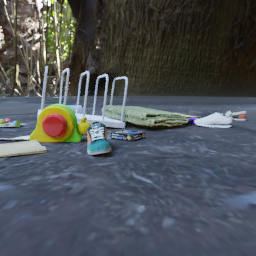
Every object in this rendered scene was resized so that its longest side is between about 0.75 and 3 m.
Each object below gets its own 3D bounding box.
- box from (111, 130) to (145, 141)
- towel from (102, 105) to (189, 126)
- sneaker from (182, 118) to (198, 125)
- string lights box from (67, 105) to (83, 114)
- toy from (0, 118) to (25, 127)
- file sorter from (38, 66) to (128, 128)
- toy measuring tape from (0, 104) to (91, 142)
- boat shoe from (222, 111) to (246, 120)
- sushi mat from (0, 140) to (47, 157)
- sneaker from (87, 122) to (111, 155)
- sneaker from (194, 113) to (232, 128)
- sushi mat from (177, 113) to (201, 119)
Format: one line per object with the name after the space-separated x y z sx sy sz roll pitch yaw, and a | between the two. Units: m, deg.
0.000 0.211 7.997 0.798 0.183 0.634 6 10 36 | box
0.563 -0.460 10.812 2.219 0.546 2.991 0 10 -41 | towel
2.353 -0.226 10.912 0.790 0.274 0.393 -2 12 21 | sneaker
-2.583 -0.659 12.558 1.056 0.606 2.054 -2 8 -11 | string lights box
-4.600 -0.209 10.537 1.296 0.306 0.746 4 8 23 | toy
-1.711 -1.137 10.349 2.971 1.850 2.062 5 6 -18 | file sorter
-2.463 -0.147 7.608 2.955 1.087 1.087 0 8 1 | toy measuring tape
4.759 -0.594 12.845 0.474 0.417 1.333 -10 12 -43 | boat shoe
-3.054 0.506 6.122 2.366 0.143 1.132 -5 9 -31 | sushi mat
-0.717 0.203 6.388 0.520 0.582 1.458 -10 12 -9 | sneaker
3.163 -0.307 10.418 1.345 0.541 0.514 0 10 15 | sneaker
2.565 -0.600 13.857 1.047 0.132 2.188 -3 9 -21 | sushi mat
